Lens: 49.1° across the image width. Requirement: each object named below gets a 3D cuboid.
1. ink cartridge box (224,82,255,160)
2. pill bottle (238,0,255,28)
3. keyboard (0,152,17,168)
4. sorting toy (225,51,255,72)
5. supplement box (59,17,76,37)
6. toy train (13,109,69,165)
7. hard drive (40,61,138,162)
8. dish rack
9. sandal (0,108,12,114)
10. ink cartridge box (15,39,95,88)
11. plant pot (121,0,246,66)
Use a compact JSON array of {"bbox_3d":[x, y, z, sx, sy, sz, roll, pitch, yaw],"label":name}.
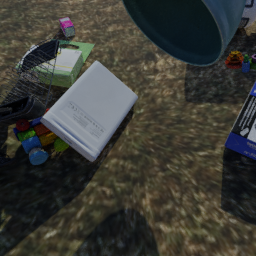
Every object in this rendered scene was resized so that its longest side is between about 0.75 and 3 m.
[{"bbox_3d":[3.926,-0.394,7.832,1.401,0.659,2.980,25,54,19],"label":"ink cartridge box"},{"bbox_3d":[4.200,-4.729,10.939,2.638,1.578,1.578,2,49,1],"label":"pill bottle"},{"bbox_3d":[-3.713,0.611,6.772,1.961,1.020,0.388,7,92,5],"label":"keyboard"},{"bbox_3d":[2.746,-1.599,6.494,0.946,0.388,0.568,3,40,22],"label":"sorting toy"},{"bbox_3d":[-2.408,-4.007,11.100,0.405,0.397,0.784,-19,51,-14],"label":"supplement box"},{"bbox_3d":[-1.867,0.115,7.376,1.939,0.821,1.122,-24,64,-20],"label":"toy train"},{"bbox_3d":[-0.929,-0.547,7.670,1.665,0.332,2.525,40,53,-10],"label":"hard drive"},{"bbox_3d":[-2.812,-1.349,7.752,2.014,0.716,2.625,-10,63,35],"label":"dish rack"},{"bbox_3d":[-3.128,-0.294,6.366,0.980,0.221,0.368,-4,24,0],"label":"sandal"},{"bbox_3d":[-2.416,-2.530,9.731,1.860,0.613,2.556,10,52,9],"label":"ink cartridge box"},{"bbox_3d":[1.521,-3.205,6.560,2.978,2.978,1.995,37,83,27],"label":"plant pot"}]
